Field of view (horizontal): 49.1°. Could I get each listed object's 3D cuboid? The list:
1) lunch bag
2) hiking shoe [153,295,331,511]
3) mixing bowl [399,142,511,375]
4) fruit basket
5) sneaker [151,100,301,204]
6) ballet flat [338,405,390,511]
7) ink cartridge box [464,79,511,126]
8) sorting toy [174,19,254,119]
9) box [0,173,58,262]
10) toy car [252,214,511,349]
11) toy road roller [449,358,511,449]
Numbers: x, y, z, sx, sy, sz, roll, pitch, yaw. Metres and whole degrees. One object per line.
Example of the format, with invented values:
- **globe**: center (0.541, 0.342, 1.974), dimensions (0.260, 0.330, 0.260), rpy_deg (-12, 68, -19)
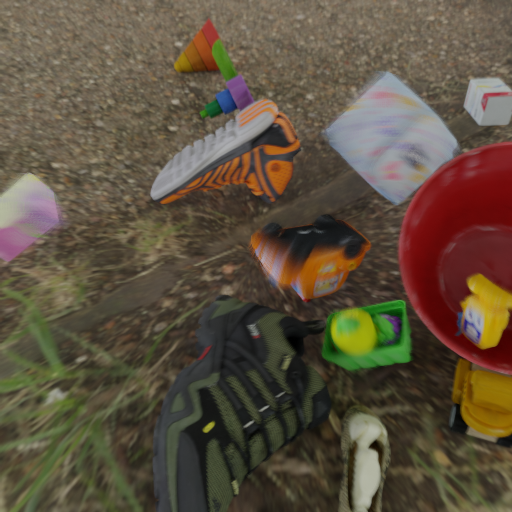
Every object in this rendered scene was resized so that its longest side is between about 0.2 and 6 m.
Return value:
- **lunch bag**: center (2.465, -2.078, 10.142), dimensions (1.573, 1.180, 1.856), rpy_deg (-42, 80, 5)
- **hiking shoe**: center (-0.036, 1.760, 6.382), dimensions (1.742, 1.310, 3.460), rpy_deg (4, 41, 9)
- **mixing bowl**: center (3.364, 0.150, 7.569), dimensions (2.952, 1.599, 2.952), rpy_deg (-2, 77, 8)
- **fruit basket**: center (1.342, 0.959, 7.202), dimensions (1.216, 1.216, 0.877), rpy_deg (8, 49, 9)
- **sneaker**: center (-0.453, -1.422, 10.212), dimensions (2.864, 1.604, 1.111), rpy_deg (-27, 36, 21)
- **ballet flat**: center (1.241, 2.292, 6.289), dimensions (0.582, 0.646, 1.716), rpy_deg (11, 42, 5)
- **ink cartridge box**: center (5.339, -3.535, 12.829), dimensions (0.712, 0.715, 0.984), rpy_deg (-4, 42, -5)
- **sorting toy**: center (-1.183, -4.375, 13.662), dimensions (1.441, 1.451, 4.185), rpy_deg (-26, 41, 5)
- **box**: center (-3.739, -0.612, 8.837), dimensions (1.062, 0.513, 0.934), rpy_deg (-39, 42, 6)
- **toy car**: center (1.457, 0.536, 7.599), dimensions (1.690, 1.147, 3.446), rpy_deg (-21, 36, -33)
- **toy road roller**: center (2.865, 1.642, 6.836), dimensions (0.753, 0.894, 1.225), rpy_deg (14, 43, 15)
